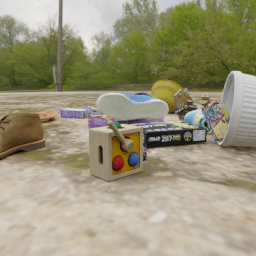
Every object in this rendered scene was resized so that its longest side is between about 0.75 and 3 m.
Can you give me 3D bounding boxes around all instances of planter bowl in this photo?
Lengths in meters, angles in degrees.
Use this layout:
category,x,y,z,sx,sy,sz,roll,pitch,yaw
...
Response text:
category,x,y,z,sx,sy,sz,roll,pitch,yaw
planter bowl,2.310,-1.665,17.011,2.424,2.424,1.010,7,48,35

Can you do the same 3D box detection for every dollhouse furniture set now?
category,x,y,z,sx,sy,sz,roll,pitch,yaw
dollhouse furniture set,3.542,-1.350,13.873,1.737,1.415,1.651,10,41,41

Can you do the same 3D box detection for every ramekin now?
category,x,y,z,sx,sy,sz,roll,pitch,yaw
ramekin,3.471,-0.493,8.307,1.182,2.251,2.251,9,11,8

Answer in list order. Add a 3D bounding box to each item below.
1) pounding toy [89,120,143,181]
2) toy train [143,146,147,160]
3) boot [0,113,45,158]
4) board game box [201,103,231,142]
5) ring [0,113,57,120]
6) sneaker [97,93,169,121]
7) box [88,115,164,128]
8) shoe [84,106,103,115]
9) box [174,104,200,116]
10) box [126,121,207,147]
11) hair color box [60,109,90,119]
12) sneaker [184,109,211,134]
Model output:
category,x,y,z,sx,sy,sz,roll,pitch,yaw
pounding toy,-0.217,0.372,5.786,1.166,1.267,0.901,-9,13,-43
toy train,0.387,0.657,7.399,0.235,0.175,1.026,4,10,2
boot,-3.439,0.202,7.384,1.076,1.103,2.924,7,13,27
board game box,2.901,-0.200,8.853,0.790,1.167,0.202,-11,-25,-12
ring,-4.948,-0.505,14.050,2.664,0.256,2.664,0,11,0
sneaker,0.097,-0.838,10.526,2.578,0.990,1.434,1,10,-9
box,-0.049,-0.297,11.862,2.723,0.532,1.863,-9,14,-44
shoe,-1.963,-1.031,16.613,1.266,0.452,0.576,10,11,22
box,2.883,-0.860,13.556,1.036,0.254,0.835,2,-23,-43
box,1.207,0.164,9.223,2.146,0.527,1.730,-4,8,-19
hair color box,-2.824,-0.792,15.095,1.426,0.462,0.780,5,10,18
sneaker,2.893,-0.277,11.012,2.052,0.816,1.339,8,11,42
